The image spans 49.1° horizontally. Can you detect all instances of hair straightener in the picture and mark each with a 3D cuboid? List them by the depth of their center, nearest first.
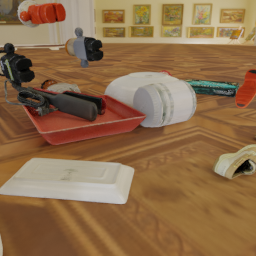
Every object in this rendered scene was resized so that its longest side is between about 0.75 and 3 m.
[{"bbox_3d":[-2.134,-0.780,7.434,3.000,0.614,1.154,18,27,13],"label":"hair straightener"}]

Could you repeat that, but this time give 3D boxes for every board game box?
[{"bbox_3d":[3.220,-1.644,11.222,2.224,0.313,1.504,9,22,23],"label":"board game box"}]

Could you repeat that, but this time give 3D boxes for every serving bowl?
[{"bbox_3d":[0.636,-1.282,9.270,2.952,0.971,2.952,0,19,0],"label":"serving bowl"}]

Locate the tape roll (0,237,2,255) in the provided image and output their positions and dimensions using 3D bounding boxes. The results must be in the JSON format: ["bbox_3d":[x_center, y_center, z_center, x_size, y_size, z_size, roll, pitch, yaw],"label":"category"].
[{"bbox_3d":[-2.381,0.881,2.545,2.133,1.464,2.133,0,21,0],"label":"tape roll"}]

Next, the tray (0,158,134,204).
[{"bbox_3d":[-0.955,0.787,4.642,2.031,0.225,1.090,3,21,7],"label":"tray"}]

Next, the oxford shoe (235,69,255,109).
[{"bbox_3d":[3.355,-0.995,7.780,0.488,0.497,1.371,18,63,32],"label":"oxford shoe"}]

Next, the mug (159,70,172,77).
[{"bbox_3d":[1.195,-1.739,11.227,0.745,0.991,1.117,43,36,7],"label":"mug"}]

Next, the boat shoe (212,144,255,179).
[{"bbox_3d":[2.027,0.624,4.872,1.237,0.458,0.411,-14,37,-29],"label":"boat shoe"}]

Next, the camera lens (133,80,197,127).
[{"bbox_3d":[0.969,-0.632,7.226,1.384,1.107,1.107,-12,23,-28],"label":"camera lens"}]

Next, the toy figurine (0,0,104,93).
[{"bbox_3d":[-2.583,-2.358,9.150,2.026,2.913,2.868,21,-5,43],"label":"toy figurine"}]

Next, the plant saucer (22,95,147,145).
[{"bbox_3d":[-1.205,-0.273,7.223,2.529,0.464,2.524,-11,23,-25],"label":"plant saucer"}]
